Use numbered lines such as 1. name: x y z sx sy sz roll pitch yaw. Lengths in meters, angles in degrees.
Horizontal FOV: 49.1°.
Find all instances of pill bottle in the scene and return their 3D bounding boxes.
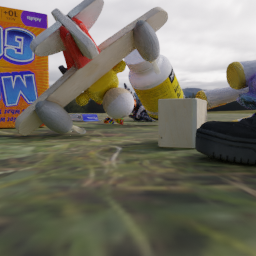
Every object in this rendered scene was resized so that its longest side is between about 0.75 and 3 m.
1. pill bottle: 0.770 -1.298 8.055 1.269 1.269 2.280 2 -35 33

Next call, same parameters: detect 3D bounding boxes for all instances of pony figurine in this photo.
1. pony figurine: 2.445 -0.612 3.269 2.716 2.262 2.622 -15 -6 -1

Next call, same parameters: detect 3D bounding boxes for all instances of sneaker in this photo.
1. sneaker: 1.809 -0.360 2.292 2.451 1.279 0.736 1 3 8

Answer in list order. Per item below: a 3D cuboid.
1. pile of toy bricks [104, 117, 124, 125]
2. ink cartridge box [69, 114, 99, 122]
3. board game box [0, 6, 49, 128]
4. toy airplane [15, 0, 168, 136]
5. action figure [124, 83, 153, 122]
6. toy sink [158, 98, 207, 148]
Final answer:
1. pile of toy bricks: -0.343 -0.292 8.856 0.480 0.539 0.972 39 -24 -19
2. ink cartridge box: -1.903 -0.445 11.898 0.787 0.310 1.583 -3 5 -45
3. board game box: -3.884 -1.464 7.475 2.831 2.830 2.829 -2 4 -30
4. toy airplane: -0.516 -0.926 4.743 2.461 1.736 2.450 -42 -4 39
5. action figure: 0.458 -0.888 11.359 1.975 1.068 2.042 30 -6 -27
6. toy sink: 0.708 -0.078 3.589 0.491 0.571 0.877 1 4 23
